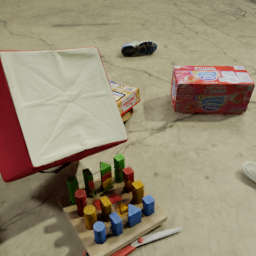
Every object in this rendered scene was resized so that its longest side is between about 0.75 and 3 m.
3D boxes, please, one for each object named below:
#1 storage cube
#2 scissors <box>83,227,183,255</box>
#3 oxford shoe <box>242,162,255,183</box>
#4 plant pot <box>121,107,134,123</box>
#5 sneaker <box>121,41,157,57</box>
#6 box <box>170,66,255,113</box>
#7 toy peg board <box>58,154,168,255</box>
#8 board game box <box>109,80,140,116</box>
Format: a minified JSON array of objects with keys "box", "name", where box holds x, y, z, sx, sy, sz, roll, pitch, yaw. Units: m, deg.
[{"box":[-2.066,-0.332,7.325,2.564,2.696,3.000,-15,85,-38],"name":"storage cube"},{"box":[0.130,2.760,6.880,2.517,0.175,0.921,-24,43,-24],"name":"scissors"},{"box":[4.522,1.469,8.056,2.370,0.684,0.891,24,48,29],"name":"oxford shoe"},{"box":[-0.435,-0.517,10.706,1.356,0.186,1.356,-5,37,3],"name":"plant pot"},{"box":[0.566,-4.374,14.996,1.979,0.762,0.843,-6,36,-7],"name":"sneaker"},{"box":[3.209,-1.542,11.078,2.893,1.381,1.442,0,40,0],"name":"box"},{"box":[-0.460,1.807,7.216,2.168,1.060,2.159,-22,41,-25],"name":"toy peg board"},{"box":[-1.145,-0.904,10.667,2.042,0.624,2.695,22,46,34],"name":"board game box"}]
